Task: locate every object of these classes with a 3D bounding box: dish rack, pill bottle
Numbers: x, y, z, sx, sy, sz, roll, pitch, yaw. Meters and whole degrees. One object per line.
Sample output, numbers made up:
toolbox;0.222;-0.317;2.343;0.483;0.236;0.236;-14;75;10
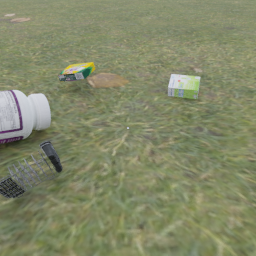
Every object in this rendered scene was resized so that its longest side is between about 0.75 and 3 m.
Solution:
dish rack;-2.019;0.920;5.757;1.333;1.023;0.364;-31;63;-15
pill bottle;-3.376;-0.273;7.344;2.442;1.371;1.371;-12;34;-34

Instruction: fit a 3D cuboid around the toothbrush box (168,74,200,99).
toothbrush box;2.009;-1.485;10.023;1.042;0.449;0.759;8;51;15

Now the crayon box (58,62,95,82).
crayon box;-1.838;-2.018;10.066;1.044;0.304;0.900;0;35;24
